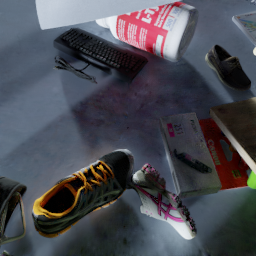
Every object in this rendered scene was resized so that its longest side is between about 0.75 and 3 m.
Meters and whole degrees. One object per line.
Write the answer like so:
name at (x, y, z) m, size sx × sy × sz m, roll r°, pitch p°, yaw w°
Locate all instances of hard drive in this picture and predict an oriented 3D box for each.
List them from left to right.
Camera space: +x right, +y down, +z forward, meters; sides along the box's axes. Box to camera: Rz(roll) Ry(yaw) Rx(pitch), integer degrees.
hard drive at (0.042, -2.459, 4.336) m, size 2.882 × 0.610 × 1.944 m, roll -4°, pitch 48°, yaw 21°

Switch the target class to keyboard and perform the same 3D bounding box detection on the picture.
keyboard at (-1.019, -2.054, 8.217) m, size 2.851 × 0.294 × 1.812 m, roll 27°, pitch 62°, yaw 17°

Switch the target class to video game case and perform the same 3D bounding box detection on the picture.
video game case at (4.412, -3.227, 9.003) m, size 1.465 × 0.177 × 1.607 m, roll -18°, pitch 60°, yaw -11°

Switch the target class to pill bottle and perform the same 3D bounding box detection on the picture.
pill bottle at (0.485, -3.120, 8.139) m, size 2.752 × 1.545 × 1.545 m, roll 27°, pitch 62°, yaw 15°

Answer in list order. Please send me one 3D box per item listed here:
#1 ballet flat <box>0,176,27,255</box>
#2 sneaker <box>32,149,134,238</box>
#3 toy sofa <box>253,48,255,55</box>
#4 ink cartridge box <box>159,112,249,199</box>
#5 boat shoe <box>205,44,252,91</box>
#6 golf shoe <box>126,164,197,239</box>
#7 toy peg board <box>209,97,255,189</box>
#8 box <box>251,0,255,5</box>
ballet flat at (-2.459, 2.184, 5.208) m, size 0.943 × 0.938 × 2.758 m, roll 6°, pitch 57°, yaw -10°
sneaker at (-0.834, 1.231, 5.750) m, size 2.503 × 0.966 × 0.979 m, roll -38°, pitch 63°, yaw -23°
toy sofa at (2.097, -1.842, 3.749) m, size 0.908 × 1.861 × 0.771 m, roll -12°, pitch 28°, yaw -6°
ink cartridge box at (1.769, 0.524, 6.507) m, size 1.720 × 0.432 × 1.982 m, roll -9°, pitch 58°, yaw -4°
boat shoe at (2.783, -1.698, 7.792) m, size 0.611 × 0.601 × 1.641 m, roll -29°, pitch 62°, yaw -17°
golf shoe at (0.688, 1.605, 5.788) m, size 0.790 × 0.622 × 1.715 m, roll -43°, pitch 70°, yaw 8°
toy peg board at (3.205, 0.316, 6.445) m, size 2.066 × 1.010 × 2.057 m, roll -12°, pitch 43°, yaw -11°
box at (3.966, -3.270, 6.236) m, size 1.569 × 1.556 × 0.967 m, roll 21°, pitch 70°, yaw -16°
